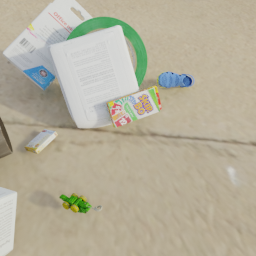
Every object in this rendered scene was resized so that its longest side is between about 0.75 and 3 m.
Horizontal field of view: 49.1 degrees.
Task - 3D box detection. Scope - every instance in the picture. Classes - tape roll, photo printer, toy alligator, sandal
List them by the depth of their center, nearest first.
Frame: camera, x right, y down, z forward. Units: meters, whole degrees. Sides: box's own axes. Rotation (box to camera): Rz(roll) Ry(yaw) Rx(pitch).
[{"bbox_3d":[-1.035,1.746,6.199,1.238,0.336,0.367,7,35,33],"label":"toy alligator"},{"bbox_3d":[-0.879,-1.386,8.292,2.225,2.675,0.929,-18,14,-3],"label":"photo printer"},{"bbox_3d":[-0.731,-2.128,9.006,2.675,2.675,0.643,-2,11,-2],"label":"tape roll"},{"bbox_3d":[1.698,-1.654,9.637,1.482,0.589,0.645,-6,12,-24],"label":"sandal"}]

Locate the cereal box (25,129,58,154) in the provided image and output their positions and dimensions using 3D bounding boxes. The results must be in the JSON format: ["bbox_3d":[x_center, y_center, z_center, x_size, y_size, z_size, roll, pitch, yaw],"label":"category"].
[{"bbox_3d":[-2.465,0.369,7.963,0.589,0.162,0.818,9,45,41],"label":"cereal box"}]

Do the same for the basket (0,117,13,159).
[{"bbox_3d":[-4.134,0.455,6.958,2.112,1.436,1.904,-21,17,-18],"label":"basket"}]

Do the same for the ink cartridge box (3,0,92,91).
[{"bbox_3d":[-2.554,-2.932,9.597,2.927,1.685,0.993,-50,14,-8],"label":"ink cartridge box"}]

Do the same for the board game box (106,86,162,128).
[{"bbox_3d":[0.232,-0.623,8.050,1.588,0.759,0.238,-21,19,-16],"label":"board game box"}]

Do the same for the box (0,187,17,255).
[{"bbox_3d":[-3.531,1.808,5.058,2.033,1.336,2.043,11,9,19],"label":"box"}]
